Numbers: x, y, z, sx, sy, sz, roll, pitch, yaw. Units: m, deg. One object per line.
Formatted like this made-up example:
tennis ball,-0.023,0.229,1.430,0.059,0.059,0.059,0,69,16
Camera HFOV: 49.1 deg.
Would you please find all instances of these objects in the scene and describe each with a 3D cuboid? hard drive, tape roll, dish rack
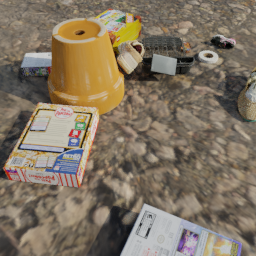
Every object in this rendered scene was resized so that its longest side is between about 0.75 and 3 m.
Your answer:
hard drive,1.385,-2.456,10.953,0.985,0.162,0.688,9,83,-9
tape roll,3.594,-3.186,12.564,0.874,0.160,0.874,0,45,0
dish rack,1.599,-3.416,12.288,2.155,0.766,2.809,0,51,-1

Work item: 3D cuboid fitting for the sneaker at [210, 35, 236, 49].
sneaker,4.470,-4.026,13.185,1.164,0.468,0.503,13,48,14

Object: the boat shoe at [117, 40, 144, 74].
boat shoe,0.209,-3.018,11.256,0.942,1.004,2.723,-34,26,19

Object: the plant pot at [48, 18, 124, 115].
plant pot,-1.553,-2.277,9.953,2.835,2.596,2.835,0,45,0

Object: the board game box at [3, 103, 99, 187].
board game box,-2.202,0.400,8.694,2.111,0.645,2.786,6,46,6

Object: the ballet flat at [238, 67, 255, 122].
ballet flat,4.706,-1.446,10.310,1.013,0.938,2.874,16,48,15

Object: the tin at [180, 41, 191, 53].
tin,2.690,-3.803,13.171,0.479,0.179,0.855,2,45,-4

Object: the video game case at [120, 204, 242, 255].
video game case,0.938,3.239,5.944,2.385,0.598,2.631,18,48,17

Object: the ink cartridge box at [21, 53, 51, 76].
ink cartridge box,-3.373,-2.704,11.859,2.010,0.506,1.095,-2,46,-4

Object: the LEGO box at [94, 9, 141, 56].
LEGO box,-0.802,-4.587,13.347,1.903,0.986,2.555,23,50,21
